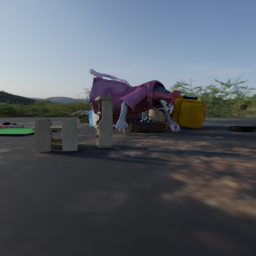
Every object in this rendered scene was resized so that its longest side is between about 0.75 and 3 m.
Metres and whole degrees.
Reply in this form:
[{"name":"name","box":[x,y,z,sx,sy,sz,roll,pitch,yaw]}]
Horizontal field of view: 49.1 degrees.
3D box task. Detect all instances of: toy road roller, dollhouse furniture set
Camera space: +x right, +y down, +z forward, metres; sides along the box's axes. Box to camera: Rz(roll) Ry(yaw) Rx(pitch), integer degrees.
[{"name":"toy road roller","box":[1.885,-0.577,10.190,2.017,1.240,1.473,2,13,-14]},{"name":"dollhouse furniture set","box":[-0.853,-0.096,4.339,1.173,0.779,1.028,-1,3,-13]}]

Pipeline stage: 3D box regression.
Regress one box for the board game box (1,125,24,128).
[{"name":"board game box","box":[-4.566,-0.059,10.920,0.850,0.083,0.438,0,4,-1]}]

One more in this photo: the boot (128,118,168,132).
[{"name":"boot","box":[0.625,-0.057,8.251,1.247,0.401,1.163,4,5,-1]}]

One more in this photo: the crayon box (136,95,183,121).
[{"name":"crayon box","box":[1.337,-0.699,11.323,2.109,1.339,0.536,0,2,-26]}]

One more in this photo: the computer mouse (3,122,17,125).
[{"name":"computer mouse","box":[-5.191,-0.138,12.345,0.257,0.149,0.878,-16,-6,13]}]

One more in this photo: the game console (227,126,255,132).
[{"name":"game console","box":[3.836,0.013,8.587,1.414,0.170,0.834,-2,3,-5]}]

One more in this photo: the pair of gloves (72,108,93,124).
[{"name":"pair of gloves","box":[-1.092,-0.716,12.435,2.338,0.410,1.988,-17,-10,14]}]

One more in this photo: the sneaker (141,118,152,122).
[{"name":"sneaker","box":[0.566,-0.095,9.347,0.451,0.415,1.127,-13,-4,11]}]

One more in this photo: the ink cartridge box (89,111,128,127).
[{"name":"ink cartridge box","box":[-0.686,-0.371,10.950,1.155,0.676,1.598,-1,0,-31]}]

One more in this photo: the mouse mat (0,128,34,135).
[{"name":"mouse mat","box":[-3.298,0.092,7.851,2.043,0.096,2.539,0,4,9]}]

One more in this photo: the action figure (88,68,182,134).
[{"name":"action figure","box":[0.332,-0.861,7.973,1.907,2.120,2.847,4,-9,-45]}]
